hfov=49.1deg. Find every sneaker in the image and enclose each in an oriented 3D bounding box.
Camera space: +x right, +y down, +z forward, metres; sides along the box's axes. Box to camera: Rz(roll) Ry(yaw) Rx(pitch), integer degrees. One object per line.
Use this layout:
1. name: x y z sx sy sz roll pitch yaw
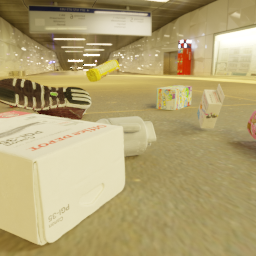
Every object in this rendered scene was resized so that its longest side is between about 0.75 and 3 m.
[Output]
1. sneaker: -2.649 -0.489 8.537 2.847 1.644 1.077 6 46 -21

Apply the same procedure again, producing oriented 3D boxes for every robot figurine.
1. robot figurine: -0.197 0.225 6.885 1.728 0.976 1.465 -5 -25 -20

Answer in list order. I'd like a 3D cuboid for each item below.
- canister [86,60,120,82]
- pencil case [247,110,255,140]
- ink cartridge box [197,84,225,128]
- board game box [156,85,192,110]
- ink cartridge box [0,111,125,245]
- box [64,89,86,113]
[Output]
1. canister: -0.771 -1.781 8.678 0.884 0.383 0.657 -32 21 -26
2. pencil case: 4.153 0.158 6.888 1.176 1.229 2.841 43 8 -12
3. ink cartridge box: 2.699 -0.726 9.227 0.456 1.345 0.774 2 43 -3
4. board game box: 2.377 -1.571 14.270 1.033 1.051 2.005 9 17 34
5. ink cartridge box: -1.813 0.555 4.956 2.977 1.232 2.181 8 15 29
6. box: -2.581 -1.185 12.582 1.185 1.090 0.622 4 15 20
